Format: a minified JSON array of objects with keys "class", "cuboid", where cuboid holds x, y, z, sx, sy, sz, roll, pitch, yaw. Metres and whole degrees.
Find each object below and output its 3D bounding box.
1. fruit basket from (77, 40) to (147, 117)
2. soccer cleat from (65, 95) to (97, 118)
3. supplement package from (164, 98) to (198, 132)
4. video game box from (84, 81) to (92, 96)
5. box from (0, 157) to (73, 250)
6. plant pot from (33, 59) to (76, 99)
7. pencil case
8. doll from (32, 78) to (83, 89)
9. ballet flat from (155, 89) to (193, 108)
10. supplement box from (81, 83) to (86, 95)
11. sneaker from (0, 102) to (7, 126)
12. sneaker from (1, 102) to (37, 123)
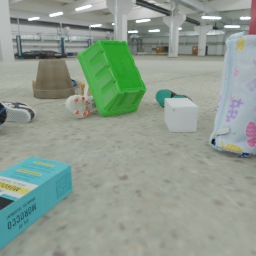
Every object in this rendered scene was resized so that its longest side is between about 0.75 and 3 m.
[{"class":"fruit basket","cuboid":[-0.702,-1.656,10.606,2.041,2.829,2.829,-12,20,-37]},{"class":"soccer cleat","cuboid":[-1.696,-0.799,9.994,0.884,0.790,2.280,1,9,20]},{"class":"supplement package","cuboid":[1.570,-0.413,8.496,0.786,0.776,1.296,0,16,0]},{"class":"video game box","cuboid":[-0.965,-1.940,11.928,1.670,1.834,0.429,-10,48,-28]},{"class":"box","cuboid":[-1.750,1.066,3.938,0.881,0.526,2.140,7,18,22]},{"class":"plant pot","cuboid":[-3.637,-2.439,13.661,2.038,1.768,2.038,-1,17,0]},{"class":"pencil case","cuboid":[2.599,-0.736,6.397,1.212,2.673,1.111,6,10,-8]},{"class":"doll","cuboid":[-3.869,-2.523,15.809,2.854,0.692,1.947,-13,22,-37]},{"class":"ballet flat","cuboid":[1.838,-1.011,10.959,0.768,0.768,2.135,-7,18,-23]},{"class":"supplement box","cuboid":[-1.867,-2.164,14.799,0.579,0.598,1.739,2,19,15]},{"class":"sneaker","cuboid":[-4.766,-0.074,7.325,2.909,1.101,1.120,-9,-1,-31]},{"class":"sneaker","cuboid":[-3.794,-0.548,9.293,1.565,0.614,0.621,15,25,12]}]
